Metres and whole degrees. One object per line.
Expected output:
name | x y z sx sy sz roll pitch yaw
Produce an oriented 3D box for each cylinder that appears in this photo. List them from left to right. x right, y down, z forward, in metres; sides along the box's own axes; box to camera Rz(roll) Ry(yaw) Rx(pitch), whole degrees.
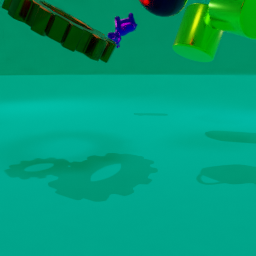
cylinder | 1.981 -2.605 7.766 1.189 1.189 1.189 19 2 -1
cylinder | 2.719 -2.793 6.508 1.211 1.211 1.211 -5 29 -21

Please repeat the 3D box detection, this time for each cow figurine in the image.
cow figurine | -0.211 -3.965 11.458 1.296 1.275 0.711 -12 -18 9

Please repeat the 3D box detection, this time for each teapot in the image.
teapot | 0.767 -2.711 5.282 1.749 1.087 0.856 0 -10 -17

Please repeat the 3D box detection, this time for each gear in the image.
gear | -1.217 -1.920 5.264 2.076 0.384 2.076 27 18 -9
